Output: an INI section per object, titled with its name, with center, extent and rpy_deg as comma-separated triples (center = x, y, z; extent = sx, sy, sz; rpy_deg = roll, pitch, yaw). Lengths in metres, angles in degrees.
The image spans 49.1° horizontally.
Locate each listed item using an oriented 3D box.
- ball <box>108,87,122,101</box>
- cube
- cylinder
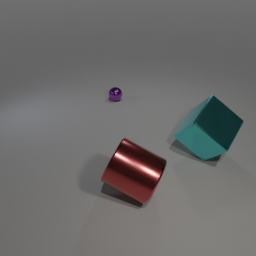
[ball]
center = -0.634, -1.710, 14.126
extent = 0.700, 0.700, 0.700
rpy_deg = 0, 30, 0
[cube]
center = 2.703, 0.033, 9.478
extent = 1.400, 1.400, 1.400
rpy_deg = 40, 64, -2
[cylinder]
center = 0.168, 1.200, 7.925
extent = 1.400, 1.400, 1.400
rpy_deg = 28, 34, 4
